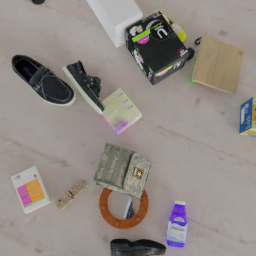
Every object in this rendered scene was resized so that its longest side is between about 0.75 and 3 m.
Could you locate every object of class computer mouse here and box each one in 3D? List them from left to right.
[{"bbox_3d":[2.699,-3.272,11.451,0.392,0.228,1.339,39,80,8],"label":"computer mouse"}]

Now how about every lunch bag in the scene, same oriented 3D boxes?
[{"bbox_3d":[-0.144,1.533,9.931,1.819,1.069,1.492,17,70,5],"label":"lunch bag"}]

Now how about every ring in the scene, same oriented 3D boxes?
[{"bbox_3d":[-0.152,2.692,10.089,1.804,0.173,1.804,0,68,0],"label":"ring"}]

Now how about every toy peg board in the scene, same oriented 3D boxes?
[{"bbox_3d":[3.386,-2.372,11.000,1.814,0.891,1.822,16,83,-10],"label":"toy peg board"}]

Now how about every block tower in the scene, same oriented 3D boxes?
[{"bbox_3d":[-2.056,2.406,10.188,1.299,0.351,0.376,-41,82,-8],"label":"block tower"}]

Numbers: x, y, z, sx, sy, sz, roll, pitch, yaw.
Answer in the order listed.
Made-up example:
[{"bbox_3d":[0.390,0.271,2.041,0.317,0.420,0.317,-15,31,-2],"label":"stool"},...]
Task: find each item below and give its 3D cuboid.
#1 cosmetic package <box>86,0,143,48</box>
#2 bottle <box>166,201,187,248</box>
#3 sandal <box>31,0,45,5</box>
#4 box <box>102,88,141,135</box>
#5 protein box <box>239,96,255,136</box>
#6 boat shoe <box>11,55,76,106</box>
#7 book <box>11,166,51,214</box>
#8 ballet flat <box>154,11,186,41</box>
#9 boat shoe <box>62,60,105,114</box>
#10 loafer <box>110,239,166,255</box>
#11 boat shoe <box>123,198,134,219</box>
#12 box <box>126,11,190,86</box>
[{"bbox_3d":[-0.724,-4.958,11.110,1.258,1.595,2.964,-31,81,-8],"label":"cosmetic package"},{"bbox_3d":[1.763,3.377,9.902,0.647,0.506,1.549,10,78,2],"label":"bottle"},{"bbox_3d":[-3.976,-6.336,11.946,0.804,0.512,2.139,-15,79,-3],"label":"sandal"},{"bbox_3d":[-0.335,-0.626,10.675,1.159,0.637,1.317,-38,80,-6],"label":"box"},{"bbox_3d":[4.743,-0.389,10.354,0.798,1.174,1.183,7,78,1],"label":"protein box"},{"bbox_3d":[-3.316,-1.844,10.807,2.939,0.915,1.097,36,79,6],"label":"boat shoe"},{"bbox_3d":[-3.569,2.252,10.245,0.967,0.348,1.447,-25,78,-3],"label":"book"},{"bbox_3d":[1.693,-4.197,11.467,1.706,0.572,0.570,42,82,8],"label":"ballet flat"},{"bbox_3d":[-1.455,-1.621,10.401,0.913,1.028,2.752,-37,52,-5],"label":"boat shoe"},{"bbox_3d":[0.347,4.276,9.673,1.946,0.708,0.703,0,86,10],"label":"loafer"},{"bbox_3d":[0.099,2.935,10.145,0.345,0.269,0.759,19,81,-5],"label":"boat shoe"},{"bbox_3d":[1.084,-3.050,10.843,1.560,1.305,2.100,-31,80,-6],"label":"box"}]
